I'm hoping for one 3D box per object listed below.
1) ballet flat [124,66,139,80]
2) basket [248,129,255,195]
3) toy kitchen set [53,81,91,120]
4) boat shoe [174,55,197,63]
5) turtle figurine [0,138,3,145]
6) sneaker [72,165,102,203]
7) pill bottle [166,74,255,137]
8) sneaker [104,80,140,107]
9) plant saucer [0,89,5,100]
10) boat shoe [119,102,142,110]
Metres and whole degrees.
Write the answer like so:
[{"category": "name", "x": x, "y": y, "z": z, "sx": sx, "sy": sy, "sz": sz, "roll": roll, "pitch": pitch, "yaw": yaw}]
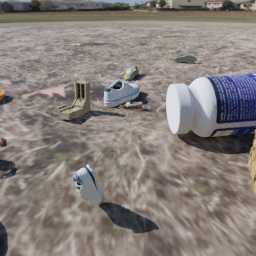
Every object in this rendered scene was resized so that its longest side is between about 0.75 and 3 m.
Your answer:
[{"category": "ballet flat", "x": 0.164, "y": -2.558, "z": 12.845, "sx": 0.484, "sy": 0.484, "sz": 1.369, "roll": 9, "pitch": 27, "yaw": 19}, {"category": "basket", "x": 3.189, "y": 0.126, "z": 4.373, "sx": 1.944, "sy": 2.724, "sz": 2.029, "roll": 9, "pitch": 23, "yaw": 14}, {"category": "toy kitchen set", "x": -1.831, "y": -0.883, "z": 8.607, "sx": 0.879, "sy": 0.972, "sz": 1.078, "roll": 11, "pitch": 23, "yaw": 25}, {"category": "boat shoe", "x": 3.241, "y": -3.895, "z": 15.713, "sx": 1.244, "sy": 0.447, "sz": 0.421, "roll": 3, "pitch": 29, "yaw": 11}, {"category": "turtle figurine", "x": -4.002, "y": 0.452, "z": 5.805, "sx": 2.293, "sy": 0.916, "sz": 2.843, "roll": -6, "pitch": 26, "yaw": -13}, {"category": "sneaker", "x": -0.677, "y": 0.985, "z": 4.652, "sx": 0.358, "sy": 0.890, "sz": 0.340, "roll": -33, "pitch": 45, "yaw": -23}, {"category": "pill bottle", "x": 2.432, "y": -0.569, "z": 7.243, "sx": 2.678, "sy": 1.550, "sz": 1.550, "roll": -4, "pitch": 25, "yaw": -7}, {"category": "sneaker", "x": -0.152, "y": -1.362, "z": 9.955, "sx": 0.730, "sy": 0.708, "sz": 1.999, "roll": 13, "pitch": 28, "yaw": 25}, {"category": "plant saucer", "x": -5.067, "y": -1.108, "z": 9.964, "sx": 1.346, "sy": 0.252, "sz": 1.346, "roll": 0, "pitch": 26, "yaw": 0}, {"category": "boat shoe", "x": 0.084, "y": -0.748, "z": 9.189, "sx": 0.802, "sy": 0.251, "sz": 0.285, "roll": 6, "pitch": 27, "yaw": 15}]
